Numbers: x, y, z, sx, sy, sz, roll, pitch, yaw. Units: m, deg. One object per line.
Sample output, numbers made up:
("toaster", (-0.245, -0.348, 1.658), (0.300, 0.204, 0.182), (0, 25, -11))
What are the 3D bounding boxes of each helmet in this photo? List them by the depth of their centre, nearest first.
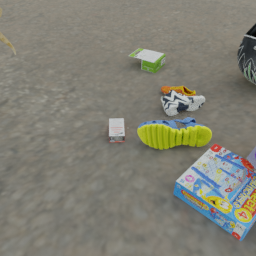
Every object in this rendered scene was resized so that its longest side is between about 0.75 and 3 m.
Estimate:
("helmet", (5.242, -2.654, 10.053), (2.495, 2.617, 2.617), (-46, 51, -2))

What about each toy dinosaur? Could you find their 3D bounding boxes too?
("toy dinosaur", (-3.962, -2.946, 7.809), (2.088, 1.056, 0.608), (28, -3, -27))

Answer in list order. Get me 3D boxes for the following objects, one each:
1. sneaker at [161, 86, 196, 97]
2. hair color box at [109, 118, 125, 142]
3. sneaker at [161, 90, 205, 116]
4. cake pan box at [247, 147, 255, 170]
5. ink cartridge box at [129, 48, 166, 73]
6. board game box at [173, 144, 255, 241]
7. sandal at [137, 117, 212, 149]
("sneaker", (1.829, -1.351, 10.124), (1.312, 0.506, 0.479), (16, 44, 21))
("hair color box", (-0.348, 0.063, 8.621), (0.473, 0.273, 0.853), (-1, 39, -2))
("sneaker", (1.815, -1.014, 9.631), (1.487, 0.593, 0.968), (-20, 52, -8))
("cake pan box", (4.524, 1.309, 6.289), (2.617, 0.743, 2.841), (-3, 46, -21))
("ink cartridge box", (0.814, -2.912, 11.976), (1.309, 0.496, 0.968), (21, 45, 25))
("board game box", (2.400, 1.422, 6.806), (1.817, 0.519, 1.856), (31, 49, 32))
("sandal", (1.314, 0.091, 8.264), (2.107, 0.837, 0.917), (3, 31, -6))
